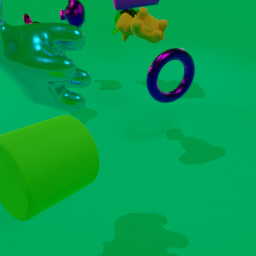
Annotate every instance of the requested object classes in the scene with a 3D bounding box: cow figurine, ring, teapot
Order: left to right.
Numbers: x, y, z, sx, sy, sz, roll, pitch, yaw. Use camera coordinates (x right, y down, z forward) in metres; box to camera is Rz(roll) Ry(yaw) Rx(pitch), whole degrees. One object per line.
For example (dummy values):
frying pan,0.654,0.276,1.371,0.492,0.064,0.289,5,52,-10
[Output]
cow figurine,-1.372,-0.896,3.460,1.661,1.688,0.926,8,63,3
teapot,0.042,-3.511,9.205,1.401,0.871,0.686,-31,-2,15
cow figurine,0.289,-2.142,6.056,1.068,0.586,1.051,26,-5,-4
ring,0.912,-1.084,5.907,1.194,1.194,0.239,-17,35,-23

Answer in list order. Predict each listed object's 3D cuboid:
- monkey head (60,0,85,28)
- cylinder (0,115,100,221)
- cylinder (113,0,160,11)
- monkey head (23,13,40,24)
monkey head,-1.814,-3.618,8.892,0.957,1.331,0.802,4,15,9
cylinder,-0.857,0.365,2.837,0.826,0.826,0.826,27,34,33
cylinder,0.177,-4.243,8.214,1.326,1.326,1.326,-9,35,-3
monkey head,-2.363,-2.295,7.328,0.758,1.258,0.905,11,52,11
